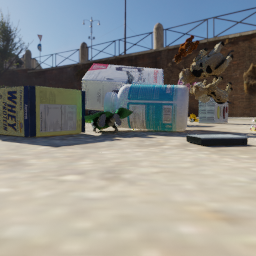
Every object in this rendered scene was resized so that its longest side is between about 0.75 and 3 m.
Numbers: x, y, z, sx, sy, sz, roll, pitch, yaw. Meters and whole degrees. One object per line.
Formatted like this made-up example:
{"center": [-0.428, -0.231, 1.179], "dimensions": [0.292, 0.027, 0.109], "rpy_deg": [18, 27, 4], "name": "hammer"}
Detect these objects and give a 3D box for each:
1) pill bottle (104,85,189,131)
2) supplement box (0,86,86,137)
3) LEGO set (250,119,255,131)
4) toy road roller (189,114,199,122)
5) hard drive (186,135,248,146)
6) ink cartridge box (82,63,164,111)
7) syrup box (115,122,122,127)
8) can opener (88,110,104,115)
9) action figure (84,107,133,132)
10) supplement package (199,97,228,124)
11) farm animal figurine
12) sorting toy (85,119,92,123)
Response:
{"center": [0.607, -0.681, 9.152], "dimensions": [2.661, 1.474, 1.474], "rpy_deg": [3, 3, 11], "name": "pill bottle"}
{"center": [-2.446, -0.450, 7.737], "dimensions": [1.822, 1.223, 1.820], "rpy_deg": [2, 4, 38], "name": "supplement box"}
{"center": [4.239, -0.081, 8.904], "dimensions": [0.465, 0.376, 1.011], "rpy_deg": [-1, 3, -16], "name": "LEGO set"}
{"center": [4.460, -0.659, 18.766], "dimensions": [0.757, 0.553, 0.465], "rpy_deg": [0, 3, -3], "name": "toy road roller"}
{"center": [1.626, 0.217, 5.192], "dimensions": [0.909, 0.149, 0.634], "rpy_deg": [-1, 3, -12], "name": "hard drive"}
{"center": [-0.105, -1.553, 10.910], "dimensions": [2.943, 1.241, 2.130], "rpy_deg": [5, 29, 3], "name": "ink cartridge box"}
{"center": [-0.409, -0.259, 12.059], "dimensions": [0.429, 0.415, 1.053], "rpy_deg": [-1, 2, -17], "name": "syrup box"}
{"center": [-0.634, -0.606, 13.676], "dimensions": [2.777, 1.092, 0.880], "rpy_deg": [9, -29, 18], "name": "can opener"}
{"center": [-0.702, -0.166, 8.465], "dimensions": [1.304, 0.604, 2.208], "rpy_deg": [-2, -4, -11], "name": "action figure"}
{"center": [5.112, -1.054, 16.719], "dimensions": [1.479, 1.546, 1.137], "rpy_deg": [-3, 4, -41], "name": "supplement package"}
{"center": [2.248, -1.513, 8.794], "dimensions": [1.914, 1.192, 2.370], "rpy_deg": [25, -24, 32], "name": "farm animal figurine"}
{"center": [-1.197, -0.474, 16.500], "dimensions": [2.762, 0.406, 2.041], "rpy_deg": [5, 9, 21], "name": "sorting toy"}
